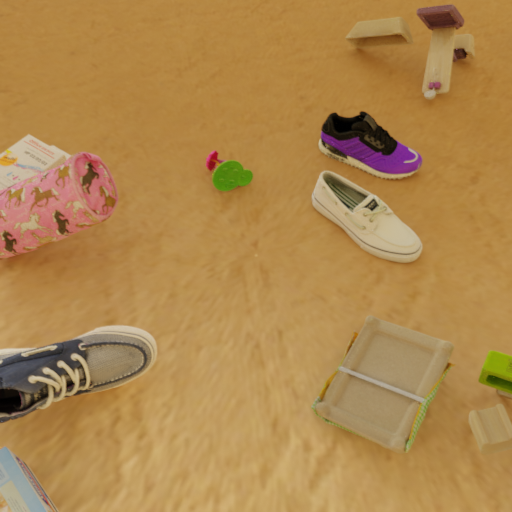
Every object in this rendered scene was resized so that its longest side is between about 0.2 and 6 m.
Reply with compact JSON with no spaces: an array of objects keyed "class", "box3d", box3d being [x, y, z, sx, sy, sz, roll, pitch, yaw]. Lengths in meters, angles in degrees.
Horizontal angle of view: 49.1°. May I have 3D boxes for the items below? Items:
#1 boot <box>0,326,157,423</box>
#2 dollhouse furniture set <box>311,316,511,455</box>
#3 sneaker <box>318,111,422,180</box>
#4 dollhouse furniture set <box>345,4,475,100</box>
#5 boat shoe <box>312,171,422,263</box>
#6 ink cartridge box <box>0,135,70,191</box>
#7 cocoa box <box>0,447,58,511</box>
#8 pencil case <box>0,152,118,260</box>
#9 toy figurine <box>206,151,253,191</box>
[{"class":"boot","box3d":[-2.341,1.489,6.711,2.298,0.836,1.038,-12,15,-6]},{"class":"dollhouse furniture set","box3d":[2.477,2.025,6.802,3.227,1.246,1.613,16,60,35]},{"class":"sneaker","box3d":[1.941,-1.946,9.502,1.838,0.914,0.639,20,55,15]},{"class":"dollhouse furniture set","box3d":[3.045,-3.853,11.424,2.235,1.771,1.586,9,93,34]},{"class":"boat shoe","box3d":[1.678,-0.620,8.663,1.987,0.663,0.731,32,59,22]},{"class":"ink cartridge box","box3d":[-3.773,-1.421,9.346,0.915,0.539,1.589,29,58,20]},{"class":"cocoa box","box3d":[-2.602,2.861,5.944,0.842,0.828,1.262,-36,61,-24]},{"class":"pencil case","box3d":[-3.081,-0.683,7.958,2.361,1.022,0.978,-15,32,24]},{"class":"toy figurine","box3d":[-0.529,-1.510,9.488,0.769,0.577,0.708,0,36,-33]}]
